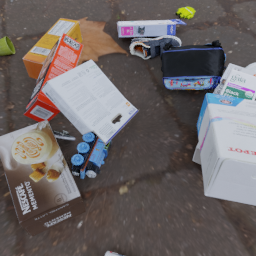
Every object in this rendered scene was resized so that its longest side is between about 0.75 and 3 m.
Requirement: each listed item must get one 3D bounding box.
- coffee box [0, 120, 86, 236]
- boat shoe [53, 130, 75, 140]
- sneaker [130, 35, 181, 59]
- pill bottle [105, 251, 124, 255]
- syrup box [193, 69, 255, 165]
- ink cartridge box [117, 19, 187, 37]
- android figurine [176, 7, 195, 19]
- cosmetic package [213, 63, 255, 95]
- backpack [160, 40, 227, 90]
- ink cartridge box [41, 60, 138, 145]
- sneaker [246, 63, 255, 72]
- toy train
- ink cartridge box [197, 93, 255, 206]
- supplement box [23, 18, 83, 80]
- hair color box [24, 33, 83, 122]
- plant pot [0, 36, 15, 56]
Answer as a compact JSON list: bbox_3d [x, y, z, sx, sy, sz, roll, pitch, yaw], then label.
[{"bbox_3d":[-2.376,1.253,7.549,1.528,1.065,2.671,-22,55,-16],"label":"coffee box"},{"bbox_3d":[-2.014,0.218,8.828,0.772,0.285,0.264,9,83,17],"label":"boat shoe"},{"bbox_3d":[1.057,-3.153,11.142,2.038,0.799,0.809,3,46,16],"label":"sneaker"},{"bbox_3d":[-0.074,3.233,6.312,1.032,0.617,0.617,13,53,10],"label":"pill bottle"},{"bbox_3d":[3.016,-0.201,8.268,1.144,1.183,2.904,23,69,17],"label":"syrup box"},{"bbox_3d":[0.931,-4.178,11.717,2.727,0.572,1.627,-5,26,-1],"label":"ink cartridge box"},{"bbox_3d":[2.763,-5.487,13.312,0.939,0.193,0.854,-25,56,-17],"label":"android figurine"},{"bbox_3d":[3.943,-1.299,9.874,1.539,0.527,2.041,25,57,16],"label":"cosmetic package"},{"bbox_3d":[2.368,-2.126,9.778,2.069,1.525,2.266,3,10,24],"label":"backpack"},{"bbox_3d":[-0.872,-0.678,7.234,1.994,0.405,1.990,48,37,-3],"label":"ink cartridge box"},{"bbox_3d":[5.073,-1.985,10.391,1.479,0.576,0.735,6,56,6],"label":"sneaker"},{"bbox_3d":[-1.061,0.779,8.206,0.877,0.666,1.536,17,54,6],"label":"toy train"},{"bbox_3d":[2.573,0.395,6.086,1.852,1.084,2.562,10,33,3],"label":"ink cartridge box"},{"bbox_3d":[-2.848,-3.131,11.017,0.990,0.958,2.878,17,54,15],"label":"supplement box"},{"bbox_3d":[-2.381,-1.594,9.064,0.814,1.350,2.660,28,57,-27],"label":"hair color box"},{"bbox_3d":[-5.108,-3.217,11.316,0.769,0.719,0.719,-20,54,2],"label":"plant pot"}]
